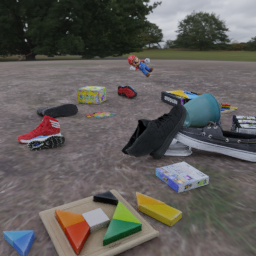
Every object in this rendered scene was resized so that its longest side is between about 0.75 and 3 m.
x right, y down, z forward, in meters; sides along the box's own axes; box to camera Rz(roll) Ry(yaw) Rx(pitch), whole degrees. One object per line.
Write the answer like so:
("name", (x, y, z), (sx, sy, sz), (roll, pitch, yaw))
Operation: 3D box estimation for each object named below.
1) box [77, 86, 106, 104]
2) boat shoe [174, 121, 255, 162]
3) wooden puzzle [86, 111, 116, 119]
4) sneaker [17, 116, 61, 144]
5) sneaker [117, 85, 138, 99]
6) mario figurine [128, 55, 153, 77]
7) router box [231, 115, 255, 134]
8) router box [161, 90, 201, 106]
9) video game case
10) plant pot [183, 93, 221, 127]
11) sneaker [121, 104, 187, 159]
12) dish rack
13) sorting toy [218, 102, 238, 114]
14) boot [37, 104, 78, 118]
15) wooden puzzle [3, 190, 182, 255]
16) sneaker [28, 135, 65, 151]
("box", (-1.945, -1.817, 15.305), (1.208, 0.765, 1.254), (5, 17, 14))
("boat shoe", (2.568, 0.220, 7.999), (2.560, 0.848, 0.895), (16, 19, 15))
("wooden puzzle", (-1.183, -0.583, 12.500), (1.349, 0.095, 0.800), (-10, 20, -29))
("sneaker", (-3.001, -0.001, 9.416), (1.438, 0.831, 0.563), (-12, 21, -32))
("sneaker", (0.137, -2.231, 16.692), (0.900, 0.747, 1.883), (-8, 20, -29))
("mario figurine", (0.658, -3.344, 14.884), (1.481, 0.785, 0.914), (32, 43, -15))
("router box", (4.854, 0.101, 9.434), (2.425, 0.619, 1.809), (4, 18, 13))
("router box", (2.929, -1.540, 14.774), (1.603, 0.549, 2.149), (-7, 19, -20))
("video game case", (1.283, 1.160, 6.744), (0.870, 0.218, 0.960), (-8, 19, -25))
("plant pot", (2.703, -0.594, 10.842), (1.197, 1.274, 1.274), (-18, 22, -15))
("sneaker", (0.775, 0.007, 7.858), (1.131, 2.168, 0.651), (37, -15, -25))
("dish rack", (1.185, 0.337, 9.078), (1.667, 0.423, 1.942), (3, 19, 6))
("sorting toy", (4.463, -1.006, 13.447), (2.031, 0.343, 0.979), (-12, 21, -34))
("boot", (-3.178, -0.832, 12.609), (1.633, 0.570, 1.075), (-7, 13, -35))
("wooden puzzle", (-0.552, 1.652, 5.016), (2.810, 0.329, 1.896), (-14, 22, -37))
("sneaker", (-2.578, 0.387, 8.844), (1.140, 0.448, 0.508), (-7, 21, -19))
